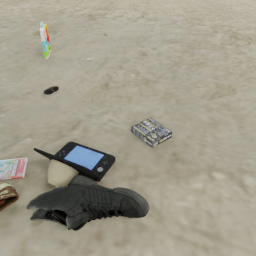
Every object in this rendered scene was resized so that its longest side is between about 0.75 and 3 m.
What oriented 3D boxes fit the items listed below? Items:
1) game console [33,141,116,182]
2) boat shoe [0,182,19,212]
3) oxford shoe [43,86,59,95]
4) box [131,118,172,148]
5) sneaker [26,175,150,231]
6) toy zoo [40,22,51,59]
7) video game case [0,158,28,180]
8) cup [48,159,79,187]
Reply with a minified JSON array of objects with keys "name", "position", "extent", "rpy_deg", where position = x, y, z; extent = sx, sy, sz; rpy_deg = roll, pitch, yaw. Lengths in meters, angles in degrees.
[{"name":"game console","position":[-1.614,0.835,8.897],"extent":[1.966,1.144,1.729],"rpy_deg":[17,40,21]},{"name":"boat shoe","position":[-3.835,2.193,7.443],"extent":[0.725,0.724,1.960],"rpy_deg":[30,45,26]},{"name":"oxford shoe","position":[-3.675,-1.774,13.200],"extent":[0.332,0.286,0.787],"rpy_deg":[17,32,38]},{"name":"box","position":[0.885,0.142,10.543],"extent":[1.001,0.305,1.242],"rpy_deg":[-24,43,-31]},{"name":"sneaker","position":[-1.063,2.158,7.391],"extent":[2.975,0.893,1.552],"rpy_deg":[13,38,25]},{"name":"toy zoo","position":[-4.844,-5.217,16.400],"extent":[0.201,1.962,1.287],"rpy_deg":[-2,36,-3]},{"name":"video game case","position":[-3.936,1.340,9.086],"extent":[1.218,0.106,0.871],"rpy_deg":[-5,37,-7]},{"name":"cup","position":[-2.040,1.436,8.422],"extent":[0.923,0.923,0.660],"rpy_deg":[18,71,22]}]
